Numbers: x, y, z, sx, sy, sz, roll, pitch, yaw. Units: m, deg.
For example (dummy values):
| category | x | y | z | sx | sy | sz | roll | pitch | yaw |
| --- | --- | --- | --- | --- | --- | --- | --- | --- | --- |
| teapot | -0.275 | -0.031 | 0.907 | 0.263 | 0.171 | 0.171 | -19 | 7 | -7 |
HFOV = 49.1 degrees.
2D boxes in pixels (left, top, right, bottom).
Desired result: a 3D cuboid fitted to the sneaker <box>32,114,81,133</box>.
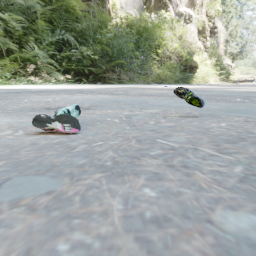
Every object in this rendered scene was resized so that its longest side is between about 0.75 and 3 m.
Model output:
| category | x | y | z | sx | sy | sz | roll | pitch | yaw |
| --- | --- | --- | --- | --- | --- | --- | --- | --- | --- |
| sneaker | -1.957 | -0.109 | 7.870 | 1.322 | 0.531 | 0.571 | 10 | -15 | 1 |

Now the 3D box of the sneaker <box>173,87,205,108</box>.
| category | x | y | z | sx | sy | sz | roll | pitch | yaw |
| --- | --- | --- | --- | --- | --- | --- | --- | --- | --- |
| sneaker | 2.359 | -1.205 | 10.799 | 1.331 | 0.472 | 0.551 | 34 | 17 | 15 |

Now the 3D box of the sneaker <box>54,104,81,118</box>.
| category | x | y | z | sx | sy | sz | roll | pitch | yaw |
| --- | --- | --- | --- | --- | --- | --- | --- | --- | --- |
| sneaker | -2.107 | -0.332 | 8.737 | 0.923 | 0.513 | 1.319 | -15 | 8 | 19 |
